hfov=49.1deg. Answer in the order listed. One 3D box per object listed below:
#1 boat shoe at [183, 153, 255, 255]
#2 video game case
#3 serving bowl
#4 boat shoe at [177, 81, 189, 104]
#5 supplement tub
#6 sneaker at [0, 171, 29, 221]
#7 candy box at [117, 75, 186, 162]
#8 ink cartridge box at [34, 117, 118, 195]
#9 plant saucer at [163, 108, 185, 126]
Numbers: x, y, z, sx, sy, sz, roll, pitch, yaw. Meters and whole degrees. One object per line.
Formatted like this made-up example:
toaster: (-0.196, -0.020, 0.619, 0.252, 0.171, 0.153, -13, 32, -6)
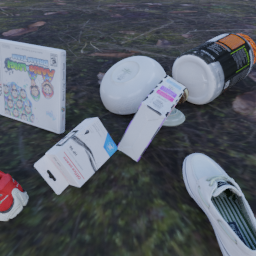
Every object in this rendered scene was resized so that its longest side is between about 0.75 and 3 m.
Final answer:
boat shoe: (1.580, 1.126, 4.600, 0.818, 0.742, 2.223, -12, 45, -11)
video game case: (-2.631, -1.124, 7.413, 2.335, 2.126, 0.277, 16, 23, 23)
serving bowl: (0.041, -1.427, 8.325, 2.103, 0.692, 2.103, -14, 50, 18)
boat shoe: (0.602, -1.046, 8.651, 2.428, 0.897, 0.898, 14, 52, 25)
supplement tub: (2.821, -1.976, 8.858, 2.700, 1.654, 1.654, -31, 43, -31)
sneaker: (-2.619, 0.900, 4.900, 2.063, 0.876, 0.795, 5, 40, 26)
candy box: (0.580, -0.270, 6.606, 0.611, 1.434, 1.709, 33, 39, 6)
ink cartridge box: (-0.972, 0.550, 5.461, 0.489, 0.837, 1.443, -4, 34, 52)
plant saucer: (1.154, -0.394, 8.024, 0.972, 0.244, 0.972, 0, 32, 0)
